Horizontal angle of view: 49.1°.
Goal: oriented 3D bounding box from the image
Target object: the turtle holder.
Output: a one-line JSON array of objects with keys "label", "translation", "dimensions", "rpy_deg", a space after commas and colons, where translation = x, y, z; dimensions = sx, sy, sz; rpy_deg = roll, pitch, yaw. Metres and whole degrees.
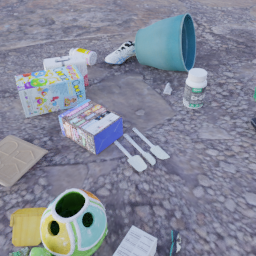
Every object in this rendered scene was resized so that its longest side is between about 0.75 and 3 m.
[{"label": "turtle holder", "translation": [-1.666, 2.639, 7.544], "dimensions": [2.320, 1.648, 1.763], "rpy_deg": [-22, 45, -24]}]

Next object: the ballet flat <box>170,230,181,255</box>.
[{"label": "ballet flat", "translation": [1.350, 3.253, 7.890], "dimensions": [0.302, 0.302, 0.826], "rpy_deg": [7, 38, 8]}]

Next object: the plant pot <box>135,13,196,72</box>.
[{"label": "plant pot", "translation": [1.988, -4.495, 15.303], "dimensions": [2.783, 2.962, 2.962], "rpy_deg": [2, 38, 27]}]

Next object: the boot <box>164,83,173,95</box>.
[{"label": "boot", "translation": [2.074, -1.945, 14.079], "dimensions": [0.391, 0.301, 0.819], "rpy_deg": [18, 51, 11]}]

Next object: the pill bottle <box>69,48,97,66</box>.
[{"label": "pill bottle", "translation": [-2.636, -4.188, 16.290], "dimensions": [1.549, 0.808, 0.808], "rpy_deg": [20, 44, 23]}]

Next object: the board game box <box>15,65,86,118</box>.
[{"label": "board game box", "translation": [-3.509, -1.742, 12.879], "dimensions": [2.796, 1.466, 1.440], "rpy_deg": [-15, 42, -17]}]

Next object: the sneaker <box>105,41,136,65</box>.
[{"label": "sneaker", "translation": [-0.250, -4.526, 16.535], "dimensions": [1.035, 1.044, 2.880], "rpy_deg": [33, 51, 31]}]

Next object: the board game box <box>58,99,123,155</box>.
[{"label": "board game box", "translation": [-1.461, -0.097, 11.240], "dimensions": [2.021, 0.979, 1.611], "rpy_deg": [28, 48, 32]}]

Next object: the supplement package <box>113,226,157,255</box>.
[{"label": "supplement package", "translation": [0.181, 3.344, 7.372], "dimensions": [0.781, 0.786, 1.036], "rpy_deg": [21, 45, 23]}]

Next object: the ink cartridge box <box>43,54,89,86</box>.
[{"label": "ink cartridge box", "translation": [-3.098, -2.783, 14.101], "dimensions": [2.020, 1.471, 0.856], "rpy_deg": [-11, 41, -13]}]

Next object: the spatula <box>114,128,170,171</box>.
[{"label": "spatula", "translation": [0.368, 0.765, 10.921], "dimensions": [1.514, 0.175, 2.177], "rpy_deg": [-25, 46, -25]}]

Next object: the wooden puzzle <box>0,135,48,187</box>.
[{"label": "wooden puzzle", "translation": [-4.287, 1.202, 10.203], "dimensions": [1.943, 0.486, 2.098], "rpy_deg": [19, 39, 21]}]

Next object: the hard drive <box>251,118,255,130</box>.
[{"label": "hard drive", "translation": [6.177, -0.052, 11.721], "dimensions": [1.766, 0.374, 1.191], "rpy_deg": [-6, 41, -8]}]

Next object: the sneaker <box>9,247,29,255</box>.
[{"label": "sneaker", "translation": [-3.058, 3.475, 7.549], "dimensions": [0.820, 0.364, 0.315], "rpy_deg": [-31, 49, -31]}]

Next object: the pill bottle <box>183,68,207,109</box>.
[{"label": "pill bottle", "translation": [3.073, -1.799, 12.784], "dimensions": [0.948, 1.677, 0.948], "rpy_deg": [-1, 40, 1]}]

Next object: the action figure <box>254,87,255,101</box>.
[{"label": "action figure", "translation": [6.350, -1.615, 13.674], "dimensions": [0.548, 0.254, 0.928], "rpy_deg": [22, 52, 22]}]

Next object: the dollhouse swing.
[{"label": "dollhouse swing", "translation": [-2.894, 2.926, 8.351], "dimensions": [0.986, 0.867, 0.896], "rpy_deg": [-3, -1, -2]}]
